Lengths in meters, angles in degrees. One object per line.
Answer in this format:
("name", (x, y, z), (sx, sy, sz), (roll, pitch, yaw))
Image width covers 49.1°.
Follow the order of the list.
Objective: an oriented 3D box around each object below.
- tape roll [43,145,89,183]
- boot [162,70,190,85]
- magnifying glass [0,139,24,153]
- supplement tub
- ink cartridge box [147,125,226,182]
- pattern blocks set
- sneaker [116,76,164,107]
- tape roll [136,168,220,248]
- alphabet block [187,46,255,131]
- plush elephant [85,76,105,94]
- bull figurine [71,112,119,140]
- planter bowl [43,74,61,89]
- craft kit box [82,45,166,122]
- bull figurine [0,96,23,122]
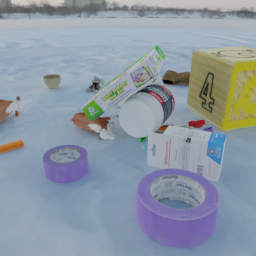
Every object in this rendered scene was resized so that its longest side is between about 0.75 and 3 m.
("tape roll", (-1.856, 1.047, 8.410), (1.319, 0.560, 1.319), (0, 26, 0))
("boot", (3.131, -2.840, 16.698), (2.381, 0.876, 0.898), (13, 47, 33))
("magnifying glass", (-4.646, 0.809, 9.302), (2.290, 0.256, 0.911), (-16, 29, -32))
("supplement tub", (0.763, -0.704, 10.578), (1.582, 1.582, 2.254), (11, 26, 23))
("ink cartridge box", (1.709, 0.683, 8.373), (2.152, 1.248, 0.730), (11, 27, 21))
("pattern blocks set", (1.698, 0.248, 9.996), (2.642, 0.214, 2.322), (-10, 16, 2))
("sneaker", (0.547, -1.758, 13.577), (2.593, 1.039, 0.912), (-22, 29, -11))
("tape roll", (1.130, 1.779, 6.568), (1.876, 0.797, 1.876), (1, 26, 0))
("alphabet block", (4.467, -1.806, 11.890), (2.780, 2.795, 2.847), (-10, 27, -17))
("plush elephant", (-1.782, -2.450, 15.588), (0.861, 0.809, 1.045), (18, 30, 33))
("bull figurine", (-1.189, -0.191, 10.917), (2.169, 0.706, 1.317), (21, 27, 30))
("planter bowl", (-4.356, -2.653, 16.182), (1.012, 0.681, 1.012), (-1, 25, 0))
("craft kit box", (-0.045, -1.737, 10.334), (2.914, 0.716, 2.951), (-31, 15, 22))
("bull figurine", (-5.628, -0.664, 11.725), (1.630, 0.875, 2.686), (2, 24, 9))
